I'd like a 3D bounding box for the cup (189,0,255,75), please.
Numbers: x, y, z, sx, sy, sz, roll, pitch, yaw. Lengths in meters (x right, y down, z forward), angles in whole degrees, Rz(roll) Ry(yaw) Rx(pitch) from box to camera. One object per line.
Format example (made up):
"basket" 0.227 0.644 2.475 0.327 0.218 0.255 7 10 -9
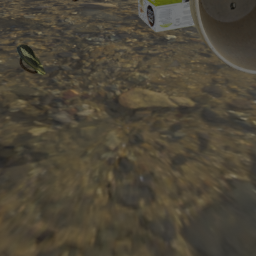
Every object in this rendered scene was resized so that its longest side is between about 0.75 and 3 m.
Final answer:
"cup" 1.370 -1.560 3.098 1.678 1.678 1.200 -4 26 -5

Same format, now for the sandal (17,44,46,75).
"sandal" -2.123 -1.381 6.087 0.365 0.507 1.278 -23 -5 -3

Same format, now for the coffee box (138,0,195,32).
"coffee box" 1.062 -3.390 7.228 1.302 1.287 1.300 -15 42 -11

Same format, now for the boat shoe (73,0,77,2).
"boat shoe" -0.843 -4.441 7.413 2.591 0.987 0.929 -20 26 32
